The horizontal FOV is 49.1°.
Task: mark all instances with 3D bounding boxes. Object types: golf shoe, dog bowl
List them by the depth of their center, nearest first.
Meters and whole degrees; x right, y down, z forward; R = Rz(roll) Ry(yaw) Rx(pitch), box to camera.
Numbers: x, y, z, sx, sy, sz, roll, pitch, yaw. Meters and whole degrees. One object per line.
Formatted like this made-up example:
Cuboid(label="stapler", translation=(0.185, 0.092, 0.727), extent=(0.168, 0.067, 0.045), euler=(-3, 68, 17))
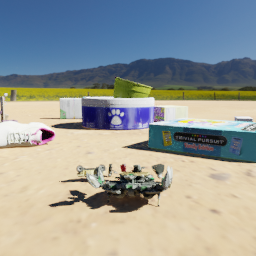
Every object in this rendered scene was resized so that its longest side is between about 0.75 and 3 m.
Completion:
Cuboid(label="golf shoe", translation=(-2.689, 0.171, 7.176), extent=(0.812, 0.668, 1.775), euler=(11, 14, 42))
Cuboid(label="dog bowl", translation=(-0.417, -0.678, 11.608), extent=(2.996, 1.180, 2.996), euler=(0, 7, 0))

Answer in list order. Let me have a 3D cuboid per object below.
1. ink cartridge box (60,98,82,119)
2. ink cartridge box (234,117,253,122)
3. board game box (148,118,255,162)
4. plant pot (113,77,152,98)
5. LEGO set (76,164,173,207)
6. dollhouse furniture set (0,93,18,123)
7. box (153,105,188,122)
Cuboid(label="ink cartridge box", translation=(-2.806, -1.033, 14.839), extent=(1.487, 1.081, 0.651), euler=(0, 7, 1))
Cuboid(label="ink cartridge box", translation=(4.838, -0.274, 11.741), extent=(0.610, 0.352, 0.840), euler=(2, 7, 13))
Cuboid(label="board game box", translation=(2.193, 0.185, 6.995), extent=(2.721, 0.639, 2.054), euler=(5, 9, 34))
Cuboid(label="plant pot", translation=(0.033, -1.183, 11.852), extent=(1.623, 1.563, 1.623), euler=(15, 9, -2))
Cuboid(label="LEGO set", translation=(-0.040, 0.756, 3.818), extent=(1.172, 0.511, 1.805), euler=(0, -6, -17))
Cuboid(label="dollhouse furniture set", translation=(-6.219, -0.940, 13.060), extent=(1.499, 1.342, 1.891), euler=(-6, 9, -39))
Cuboid(label="box", translation=(1.962, -0.717, 13.779), extent=(1.495, 0.723, 1.315), euler=(-4, 8, -33))
